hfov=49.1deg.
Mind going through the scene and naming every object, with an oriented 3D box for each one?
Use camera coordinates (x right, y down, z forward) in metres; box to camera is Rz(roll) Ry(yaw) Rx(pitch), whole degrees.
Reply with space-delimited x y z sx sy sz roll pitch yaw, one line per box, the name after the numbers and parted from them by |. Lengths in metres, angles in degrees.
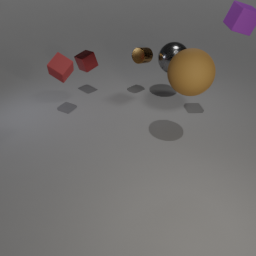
0.648 -3.249 12.534 0.700 0.700 0.700 23 27 31 | cylinder
3.503 -3.374 8.605 0.700 0.700 0.700 8 40 -18 | cube
-2.539 -2.273 10.571 0.700 0.700 0.700 32 71 1 | cube
-1.909 -3.070 12.841 0.700 0.700 0.700 -39 42 -23 | cube
2.036 -3.114 12.490 1.400 1.400 1.400 0 33 0 | ball
1.874 -1.651 8.335 1.400 1.400 1.400 0 33 0 | ball
